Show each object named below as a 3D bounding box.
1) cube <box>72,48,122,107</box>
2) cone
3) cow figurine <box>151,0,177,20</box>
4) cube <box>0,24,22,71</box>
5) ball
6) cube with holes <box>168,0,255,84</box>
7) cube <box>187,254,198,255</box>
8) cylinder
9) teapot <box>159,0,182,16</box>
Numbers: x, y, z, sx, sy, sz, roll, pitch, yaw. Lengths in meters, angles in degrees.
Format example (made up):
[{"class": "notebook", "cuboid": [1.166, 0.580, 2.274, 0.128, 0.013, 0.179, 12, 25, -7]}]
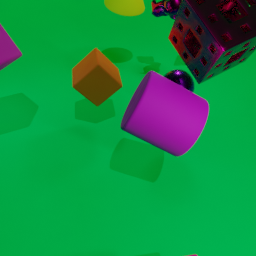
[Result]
[{"class": "cube", "cuboid": [-0.875, -1.409, 7.825, 0.976, 0.976, 0.976, -36, 38, 20]}, {"class": "cone", "cuboid": [0.005, -4.908, 9.563, 1.487, 1.492, 1.487, 6, 51, -8]}, {"class": "cow figurine", "cuboid": [1.309, -3.996, 9.565, 1.092, 0.599, 1.074, -11, 69, 27]}, {"class": "cube", "cuboid": [-3.586, -1.806, 6.377, 1.385, 1.385, 1.385, -29, 20, 11]}, {"class": "ball", "cuboid": [1.269, -1.067, 7.259, 0.894, 0.894, 0.894, 0, 40, 0]}, {"class": "cube with holes", "cuboid": [1.688, -1.803, 5.259, 1.195, 1.195, 1.195, -27, 77, -13]}, {"class": "cube", "cuboid": [0.625, 2.221, 3.684, 0.723, 0.723, 0.723, 0, 41, -19]}, {"class": "cylinder", "cuboid": [0.657, -0.257, 5.234, 1.214, 1.214, 1.214, 27, 41, -9]}, {"class": "teapot", "cuboid": [1.395, -3.789, 8.552, 1.160, 0.568, 0.721, -39, 32, -22]}]
